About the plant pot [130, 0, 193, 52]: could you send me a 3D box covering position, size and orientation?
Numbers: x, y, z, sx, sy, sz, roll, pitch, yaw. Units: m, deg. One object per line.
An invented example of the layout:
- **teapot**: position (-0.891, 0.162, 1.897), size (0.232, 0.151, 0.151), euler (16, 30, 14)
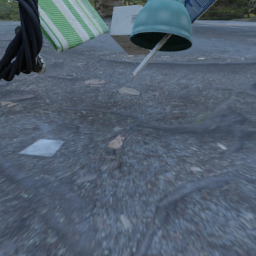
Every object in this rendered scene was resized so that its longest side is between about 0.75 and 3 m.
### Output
- **plant pot**: position (1.098, -3.268, 8.670), size (1.938, 1.299, 1.938), euler (8, 0, 0)

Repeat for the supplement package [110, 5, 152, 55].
- **supplement package**: position (0.258, -3.835, 11.205), size (1.162, 1.177, 1.941), euler (5, -6, 23)

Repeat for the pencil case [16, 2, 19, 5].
- **pencil case**: position (-3.533, -4.492, 8.974), size (0.544, 0.605, 1.394), euler (-33, 60, 1)

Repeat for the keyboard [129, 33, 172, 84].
- **keyboard**: position (0.821, -2.298, 8.436), size (0.128, 0.676, 2.403), euler (39, 77, 3)

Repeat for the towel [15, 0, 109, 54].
- **towel**: position (-1.969, -3.620, 8.978), size (0.326, 2.127, 2.788), euler (-32, 11, 39)

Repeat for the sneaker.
- **sneaker**: position (-3.511, -2.710, 9.671), size (0.595, 1.790, 0.810), euler (-22, 5, 22)

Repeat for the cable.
- **cable**: position (-1.890, -1.339, 3.860), size (1.797, 1.466, 0.456), euler (-11, 7, 23)

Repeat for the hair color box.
- **hair color box**: position (2.079, -4.009, 9.940), size (0.764, 2.525, 1.263), euler (46, 23, -5)
